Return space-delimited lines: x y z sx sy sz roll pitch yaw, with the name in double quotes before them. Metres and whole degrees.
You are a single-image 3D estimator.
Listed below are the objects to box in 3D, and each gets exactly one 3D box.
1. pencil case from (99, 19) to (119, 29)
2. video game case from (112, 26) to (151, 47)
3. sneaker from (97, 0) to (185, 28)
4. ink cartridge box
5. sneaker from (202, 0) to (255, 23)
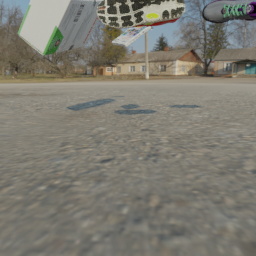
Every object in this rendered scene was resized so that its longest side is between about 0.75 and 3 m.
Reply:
"pencil case" -0.751 -4.548 11.760 1.031 0.429 0.468 14 -16 -35
"video game case" 0.083 -2.745 8.284 0.939 0.122 1.031 -39 30 -8
"sneaker" 0.279 -2.442 6.124 1.891 0.728 0.803 -1 0 1
"ink cartridge box" -1.863 -3.353 8.472 1.045 1.815 2.487 38 28 2
"sneaker" 2.748 -3.035 7.108 1.616 0.601 0.707 -5 12 -4
